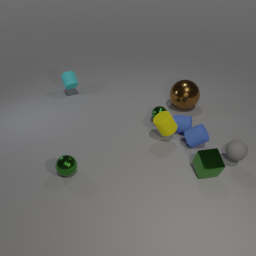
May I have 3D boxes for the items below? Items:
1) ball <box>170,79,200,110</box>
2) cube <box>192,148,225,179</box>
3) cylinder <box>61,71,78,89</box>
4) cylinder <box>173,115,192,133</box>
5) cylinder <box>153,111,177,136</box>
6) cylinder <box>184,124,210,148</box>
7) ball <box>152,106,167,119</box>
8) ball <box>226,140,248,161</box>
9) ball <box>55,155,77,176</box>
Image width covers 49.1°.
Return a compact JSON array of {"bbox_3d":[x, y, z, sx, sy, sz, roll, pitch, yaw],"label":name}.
[{"bbox_3d":[2.644,-1.554,13.068,1.400,1.400,1.400,0,31,0],"label":"ball"},{"bbox_3d":[2.587,1.152,9.048,0.700,0.700,0.700,-6,56,-10],"label":"cube"},{"bbox_3d":[-2.958,-2.427,14.235,0.700,0.700,0.700,-20,-9,-3],"label":"cylinder"},{"bbox_3d":[2.188,-0.161,11.299,0.700,0.700,0.700,7,32,19],"label":"cylinder"},{"bbox_3d":[1.412,-0.163,10.610,0.700,0.700,0.700,-26,33,18],"label":"cylinder"},{"bbox_3d":[2.563,0.285,10.432,0.700,0.700,0.700,-26,21,26],"label":"cylinder"},{"bbox_3d":[1.374,-0.606,12.153,0.700,0.700,0.700,0,31,0],"label":"ball"},{"bbox_3d":[3.623,0.733,9.329,0.700,0.700,0.700,0,31,0],"label":"ball"},{"bbox_3d":[-2.011,1.227,9.147,0.700,0.700,0.700,0,31,0],"label":"ball"}]
